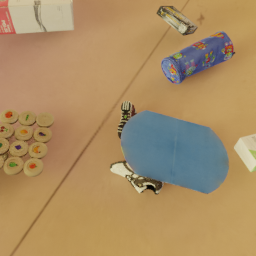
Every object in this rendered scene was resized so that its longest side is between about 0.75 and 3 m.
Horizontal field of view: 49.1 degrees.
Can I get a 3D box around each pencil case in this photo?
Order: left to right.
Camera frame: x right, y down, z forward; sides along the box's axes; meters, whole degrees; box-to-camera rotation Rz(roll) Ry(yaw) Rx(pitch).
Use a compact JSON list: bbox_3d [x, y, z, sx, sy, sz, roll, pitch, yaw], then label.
[{"bbox_3d":[2.023,-2.005,8.112,2.173,0.944,0.848,-28,48,-15],"label":"pencil case"}]

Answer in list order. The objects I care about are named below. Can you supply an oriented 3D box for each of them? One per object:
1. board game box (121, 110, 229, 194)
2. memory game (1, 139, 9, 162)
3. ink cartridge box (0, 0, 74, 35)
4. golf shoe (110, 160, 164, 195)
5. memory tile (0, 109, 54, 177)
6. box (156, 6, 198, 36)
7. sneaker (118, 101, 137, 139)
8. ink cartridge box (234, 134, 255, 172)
[{"bbox_3d":[1.057,0.622,6.674,2.592,0.505,2.048,15,46,0],"label":"board game box"},{"bbox_3d":[-3.945,0.821,6.749,2.279,0.145,2.279,-6,50,8],"label":"memory game"},{"bbox_3d":[-2.945,-3.884,8.881,2.345,0.971,1.718,-6,52,-9],"label":"ink cartridge box"},{"bbox_3d":[0.187,1.179,6.628,1.364,0.530,0.645,11,62,7],"label":"golf shoe"},{"bbox_3d":[-2.572,0.305,6.747,1.368,0.150,1.784,8,55,-7],"label":"memory tile"},{"bbox_3d":[1.561,-3.388,8.799,1.149,0.278,0.910,45,38,11],"label":"box"},{"bbox_3d":[0.048,-0.172,7.433,0.389,0.594,1.028,9,90,26],"label":"sneaker"},{"bbox_3d":[3.280,0.487,6.570,1.282,0.431,0.751,-12,53,-14],"label":"ink cartridge box"}]
